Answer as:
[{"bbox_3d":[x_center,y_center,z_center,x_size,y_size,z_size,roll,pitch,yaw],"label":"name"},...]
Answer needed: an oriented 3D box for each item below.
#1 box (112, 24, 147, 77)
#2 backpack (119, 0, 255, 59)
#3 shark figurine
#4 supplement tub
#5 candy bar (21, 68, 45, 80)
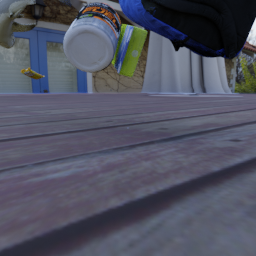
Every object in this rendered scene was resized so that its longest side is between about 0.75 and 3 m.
[{"bbox_3d":[-0.014,-2.596,9.230,0.575,1.472,2.413,14,18,-14],"label":"box"},{"bbox_3d":[1.189,-2.915,6.202,2.781,2.260,2.334,15,6,-25],"label":"backpack"},{"bbox_3d":[-2.519,-2.729,6.064,2.528,1.055,1.511,-26,-7,30],"label":"shark figurine"},{"bbox_3d":[-1.046,-3.028,9.008,1.556,1.556,2.539,1,41,4],"label":"supplement tub"},{"bbox_3d":[-3.277,-1.850,9.699,0.361,0.161,1.450,-15,-1,2],"label":"candy bar"}]
